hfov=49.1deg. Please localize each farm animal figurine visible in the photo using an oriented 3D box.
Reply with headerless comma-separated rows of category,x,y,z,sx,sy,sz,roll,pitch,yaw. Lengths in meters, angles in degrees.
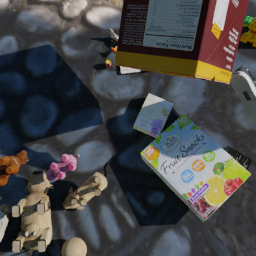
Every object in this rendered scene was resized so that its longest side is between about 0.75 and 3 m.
farm animal figurine,-2.039,1.796,6.923,2.723,1.420,2.693,16,87,-3

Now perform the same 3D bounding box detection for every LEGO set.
LEGO set,3.614,-3.238,8.438,2.574,1.056,0.982,23,76,6
LEGO set,0.182,-2.383,8.531,1.880,0.461,1.404,-7,71,-2

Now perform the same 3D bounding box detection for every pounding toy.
pounding toy,-1.942,3.975,6.257,2.743,1.273,2.117,-28,76,-7

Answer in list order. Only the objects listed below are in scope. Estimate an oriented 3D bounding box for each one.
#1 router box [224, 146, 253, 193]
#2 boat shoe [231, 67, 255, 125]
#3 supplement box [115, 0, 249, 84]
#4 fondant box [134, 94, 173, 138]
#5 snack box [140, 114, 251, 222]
router box,2.772,1.115,7.601,0.777,0.266,1.042,33,77,9
boat shoe,2.316,-0.599,5.242,1.218,0.418,0.345,55,52,-23
supplement box,1.232,-2.287,5.631,1.651,2.452,2.486,16,104,30
fondant box,0.724,-0.345,7.998,0.776,0.313,1.076,24,76,6
snack box,1.681,0.988,7.281,1.626,0.606,2.286,-41,69,-9
